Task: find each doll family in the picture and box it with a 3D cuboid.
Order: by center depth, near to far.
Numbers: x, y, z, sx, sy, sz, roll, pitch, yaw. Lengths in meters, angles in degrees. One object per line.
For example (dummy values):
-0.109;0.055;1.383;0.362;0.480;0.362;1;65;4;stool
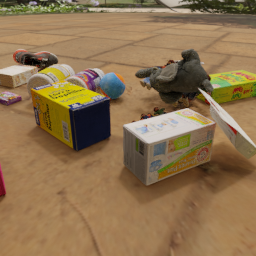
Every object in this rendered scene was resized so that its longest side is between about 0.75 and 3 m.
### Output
0.639;-0.238;8.495;1.262;0.495;0.729;-21;38;-29;doll family
1.764;-1.776;10.249;2.860;1.122;1.653;38;72;25;doll family

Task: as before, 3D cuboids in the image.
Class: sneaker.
-4.368;-3.229;13.756;2.348;0.905;0.962;-9;36;-46;sneaker

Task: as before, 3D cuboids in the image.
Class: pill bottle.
-2.835;-1.761;10.708;1.140;1.140;2.027;7;28;13;pill bottle
-1.582;-1.698;10.747;1.003;1.003;1.801;10;29;19;pill bottle

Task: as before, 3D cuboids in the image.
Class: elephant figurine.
1.382;-1.526;9.040;2.086;1.476;1.619;-21;8;8;elephant figurine

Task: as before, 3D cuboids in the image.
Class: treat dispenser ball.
-0.578;-1.586;10.539;0.971;0.971;0.971;0;27;0;treat dispenser ball

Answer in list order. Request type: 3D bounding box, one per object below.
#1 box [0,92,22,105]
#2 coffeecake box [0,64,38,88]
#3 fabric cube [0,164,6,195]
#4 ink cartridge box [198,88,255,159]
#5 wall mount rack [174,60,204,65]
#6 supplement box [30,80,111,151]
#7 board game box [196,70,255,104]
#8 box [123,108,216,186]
-4.546;-1.122;10.513;0.926;0.181;0.634;17;32;29;box
-4.977;-2.354;12.497;1.170;0.557;1.524;13;30;23;coffeecake box
-3.703;0.455;5.700;1.815;1.786;1.820;-14;31;-25;fabric cube
2.310;-0.107;6.778;1.675;0.396;1.341;31;25;-33;ink cartridge box
2.823;-2.870;13.539;1.650;0.615;1.434;5;24;10;wall mount rack
-1.666;-0.452;8.066;1.212;1.220;2.227;-24;35;-38;supplement box
3.933;-1.653;11.018;2.759;0.657;1.401;-12;30;-23;board game box
0.970;0.368;6.593;1.976;1.112;1.002;-16;31;-28;box
